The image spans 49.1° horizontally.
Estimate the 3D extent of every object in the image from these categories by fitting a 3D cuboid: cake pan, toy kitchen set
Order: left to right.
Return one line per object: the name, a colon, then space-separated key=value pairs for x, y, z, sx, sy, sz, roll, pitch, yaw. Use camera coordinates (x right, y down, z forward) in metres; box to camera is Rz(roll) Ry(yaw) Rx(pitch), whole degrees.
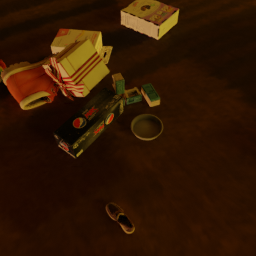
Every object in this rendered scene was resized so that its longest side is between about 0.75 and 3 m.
toy kitchen set: x=0.269 y=-1.207 z=8.808 sx=1.363 sy=1.092 sz=0.803 roll=-17 pitch=53 yaw=-13
cake pan: x=0.566 y=-0.011 z=8.436 sx=0.966 sy=0.177 sz=0.966 roll=0 pitch=51 yaw=0

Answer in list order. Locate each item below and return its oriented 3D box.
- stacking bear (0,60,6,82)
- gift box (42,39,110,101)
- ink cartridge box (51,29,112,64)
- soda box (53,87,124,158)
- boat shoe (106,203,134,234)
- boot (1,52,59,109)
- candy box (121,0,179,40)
stacking bear: x=-4.620 y=-1.947 z=9.754 sx=0.636 sy=0.679 sz=1.119 roll=5 pitch=44 yaw=-3
gift box: x=-1.591 y=-1.775 z=8.413 sx=1.420 sy=1.403 sz=1.521 roll=-48 pitch=28 yaw=-22
ink cartridge box: x=-1.693 y=-3.085 z=10.574 sx=2.053 sy=0.693 sz=1.196 roll=6 pitch=52 yaw=5
soda box: x=-1.078 y=-0.196 z=8.181 sx=0.775 sy=0.693 sz=2.189 roll=32 pitch=61 yaw=24
boat shoe: x=-0.188 y=2.089 z=6.654 sx=0.330 sy=0.329 sz=0.914 roll=-32 pitch=58 yaw=-23
boot: x=-2.504 y=-1.563 z=9.302 sx=2.808 sy=1.054 sz=1.506 roll=-26 pitch=72 yaw=-23
candy box: x=0.915 y=-4.712 z=11.879 sx=1.919 sy=0.686 sz=1.610 roll=30 pitch=57 yaw=21
